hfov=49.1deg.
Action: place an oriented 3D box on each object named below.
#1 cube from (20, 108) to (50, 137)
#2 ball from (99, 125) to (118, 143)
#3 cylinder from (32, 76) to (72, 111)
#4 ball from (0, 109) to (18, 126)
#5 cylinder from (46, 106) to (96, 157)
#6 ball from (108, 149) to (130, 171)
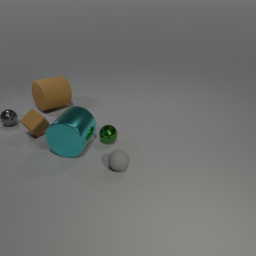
[{"bbox_3d":[-3.635,-0.201,10.992,0.700,0.700,0.700,34,73,19],"label":"cube"},{"bbox_3d":[-0.746,0.222,10.652,0.700,0.700,0.700,0,29,0],"label":"ball"},{"bbox_3d":[-3.607,-1.657,13.256,1.400,1.400,1.400,-21,35,-37],"label":"cylinder"},{"bbox_3d":[-5.055,-0.443,11.877,0.700,0.700,0.700,0,29,0],"label":"ball"},{"bbox_3d":[-2.012,0.113,10.111,1.400,1.400,1.400,6,29,12],"label":"cylinder"},{"bbox_3d":[-0.297,1.050,9.140,0.700,0.700,0.700,0,29,0],"label":"ball"}]
